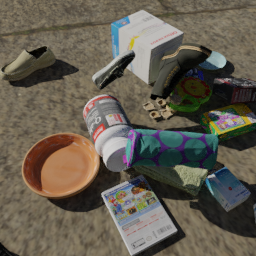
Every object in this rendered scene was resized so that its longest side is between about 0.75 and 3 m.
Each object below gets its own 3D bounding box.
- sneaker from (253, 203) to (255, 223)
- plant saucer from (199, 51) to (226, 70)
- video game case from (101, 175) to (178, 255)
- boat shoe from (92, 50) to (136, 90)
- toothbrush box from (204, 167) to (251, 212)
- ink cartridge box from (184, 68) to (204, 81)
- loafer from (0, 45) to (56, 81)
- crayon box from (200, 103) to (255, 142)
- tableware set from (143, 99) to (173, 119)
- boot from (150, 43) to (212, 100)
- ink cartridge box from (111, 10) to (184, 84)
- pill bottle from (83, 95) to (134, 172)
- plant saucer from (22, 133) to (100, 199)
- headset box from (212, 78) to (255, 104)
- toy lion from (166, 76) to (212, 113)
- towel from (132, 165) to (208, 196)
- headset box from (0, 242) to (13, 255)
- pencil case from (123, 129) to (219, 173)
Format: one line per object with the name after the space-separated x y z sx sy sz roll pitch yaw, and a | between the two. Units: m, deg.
4.720 2.872 8.469 1.779 0.667 0.771 9 56 18 | sneaker
4.033 -3.275 13.850 1.543 0.297 1.543 1 49 -1 | plant saucer
0.308 2.658 8.862 1.572 0.198 2.195 -21 53 -17 | video game case
-0.419 -2.099 10.324 1.876 0.663 0.597 -37 70 8 | boat shoe
3.244 1.999 9.223 0.861 0.502 1.176 -23 55 -18 | toothbrush box
3.117 -2.504 13.259 0.926 0.201 0.917 4 49 1 | ink cartridge box
-4.829 -3.174 13.320 2.813 0.960 1.064 -33 57 -25 | loafer
4.012 -0.252 11.088 1.952 0.569 1.159 -17 52 -14 | crayon box
1.251 -0.790 11.833 1.006 0.140 1.205 -16 51 -14 | tableware set
1.930 -1.991 10.724 1.121 2.893 2.001 23 86 -16 | boot
0.849 -3.826 13.189 2.023 1.987 2.748 -32 56 -25 | ink cartridge box
-0.579 0.139 10.028 1.530 1.530 2.640 -16 47 -13 | pill bottle
-2.302 1.314 9.810 2.637 0.494 2.637 1 49 -1 | plant saucer
4.551 -1.571 11.624 1.871 0.723 1.392 -5 25 -17 | headset box
2.667 -1.500 12.156 1.994 0.714 2.080 8 49 -5 | toy lion
1.584 1.164 9.955 2.535 0.463 1.881 21 52 17 | towel
-4.074 3.765 7.041 0.797 1.536 2.064 22 54 18 | headset box
1.305 0.685 8.448 2.751 1.271 1.171 4 56 -10 | pencil case
